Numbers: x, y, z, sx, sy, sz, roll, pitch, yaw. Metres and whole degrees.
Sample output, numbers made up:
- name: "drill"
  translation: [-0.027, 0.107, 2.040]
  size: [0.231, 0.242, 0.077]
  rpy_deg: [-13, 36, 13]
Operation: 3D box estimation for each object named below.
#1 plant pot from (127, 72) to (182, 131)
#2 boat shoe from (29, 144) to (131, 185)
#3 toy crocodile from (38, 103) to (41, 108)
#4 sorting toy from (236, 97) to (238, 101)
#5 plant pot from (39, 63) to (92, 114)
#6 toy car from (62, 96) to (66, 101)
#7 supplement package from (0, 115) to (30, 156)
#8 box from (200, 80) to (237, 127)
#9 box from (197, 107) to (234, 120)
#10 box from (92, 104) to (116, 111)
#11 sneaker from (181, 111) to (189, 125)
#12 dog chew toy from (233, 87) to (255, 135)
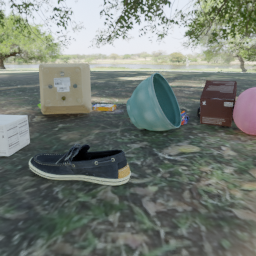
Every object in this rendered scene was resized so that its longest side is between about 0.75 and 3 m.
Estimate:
- name: "plant pot"
  translation: [0.933, -0.853, 11.359]
  size: [1.565, 2.336, 2.336]
  rpy_deg: [-22, 4, 27]
- name: "boat shoe"
  translation: [-1.266, 0.835, 7.161]
  size: [2.748, 0.855, 1.025]
  rpy_deg: [3, 17, 17]
- name: "toy crocodile"
  translation: [-3.987, -1.116, 15.038]
  size: [1.871, 0.578, 0.632]
  rpy_deg: [3, -25, 15]
- name: "sorting toy"
  translation: [6.084, -1.524, 15.435]
  size: [1.669, 0.332, 2.258]
  rpy_deg: [1, 12, -26]
- name: "plant pot"
  translation: [-3.037, -1.915, 13.380]
  size: [2.559, 2.562, 2.268]
  rpy_deg: [-2, 6, -9]
- name: "toy car"
  translation: [-3.605, -1.703, 15.908]
  size: [0.966, 1.176, 0.928]
  rpy_deg: [-10, 18, -32]
- name: "supplement package"
  translation: [-4.426, 0.194, 9.149]
  size: [1.838, 1.019, 1.431]
  rpy_deg: [1, 14, 7]
- name: "box"
  translation: [4.028, -1.139, 12.465]
  size: [1.387, 1.373, 1.672]
  rpy_deg: [7, 39, 23]
- name: "box"
  translation: [4.507, -0.794, 13.915]
  size: [1.893, 0.465, 1.526]
  rpy_deg: [6, 13, 22]
- name: "box"
  translation: [-1.360, -1.148, 15.667]
  size: [1.252, 0.260, 0.745]
  rpy_deg: [1, 15, 15]
- name: "sneaker"
  translation: [2.348, -0.343, 12.238]
  size: [0.500, 0.480, 1.275]
  rpy_deg: [41, 42, 9]
- name: "dog chew toy"
  translation: [5.571, -0.452, 10.409]
  size: [2.995, 1.865, 1.865]
  rpy_deg: [18, 23, 31]
